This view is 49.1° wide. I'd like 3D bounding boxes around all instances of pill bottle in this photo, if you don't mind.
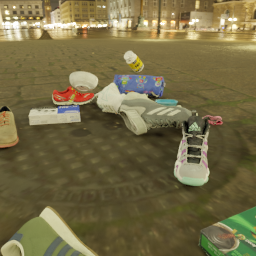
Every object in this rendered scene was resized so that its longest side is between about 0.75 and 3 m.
[{"bbox_3d":[0.222,-2.641,11.131,0.479,0.479,0.839,22,-12,43],"label":"pill bottle"}]

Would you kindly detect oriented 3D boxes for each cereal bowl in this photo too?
[{"bbox_3d":[-1.999,-2.003,12.533,1.269,0.528,1.269,4,-16,1],"label":"cereal bowl"}]

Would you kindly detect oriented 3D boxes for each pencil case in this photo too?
[{"bbox_3d":[0.546,-2.052,13.884,2.616,1.021,1.136,4,57,8],"label":"pencil case"}]

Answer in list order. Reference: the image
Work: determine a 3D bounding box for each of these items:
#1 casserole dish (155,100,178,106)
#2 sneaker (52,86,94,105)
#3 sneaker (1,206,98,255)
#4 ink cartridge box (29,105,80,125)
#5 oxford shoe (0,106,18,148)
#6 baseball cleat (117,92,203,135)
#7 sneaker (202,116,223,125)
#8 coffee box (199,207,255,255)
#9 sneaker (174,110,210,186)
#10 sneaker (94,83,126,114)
[{"bbox_3d":[1.743,-1.122,12.678,1.017,0.197,0.616,-1,22,0],"label":"casserole dish"},{"bbox_3d":[-2.478,-1.499,12.775,1.908,0.810,0.735,-6,23,-14],"label":"sneaker"},{"bbox_3d":[-1.019,2.154,4.067,1.067,0.797,2.377,-31,38,-32],"label":"sneaker"},{"bbox_3d":[-2.825,-0.513,10.894,1.872,0.414,0.880,-4,24,-10],"label":"ink cartridge box"},{"bbox_3d":[-4.101,-0.070,9.176,0.823,0.873,2.335,-7,24,-25],"label":"oxford shoe"},{"bbox_3d":[1.054,-0.223,9.737,2.945,1.027,1.567,20,60,15],"label":"baseball cleat"},{"bbox_3d":[3.162,-0.250,10.476,0.801,0.317,0.382,-3,34,-4],"label":"sneaker"},{"bbox_3d":[2.371,1.946,4.846,1.973,0.434,1.213,-10,24,-24],"label":"coffee box"},{"bbox_3d":[1.682,0.335,7.257,0.885,1.592,2.276,3,22,8],"label":"sneaker"},{"bbox_3d":[-0.590,-0.966,11.576,1.136,0.997,2.834,-27,30,-8],"label":"sneaker"}]
